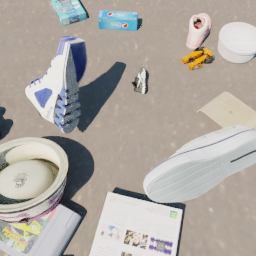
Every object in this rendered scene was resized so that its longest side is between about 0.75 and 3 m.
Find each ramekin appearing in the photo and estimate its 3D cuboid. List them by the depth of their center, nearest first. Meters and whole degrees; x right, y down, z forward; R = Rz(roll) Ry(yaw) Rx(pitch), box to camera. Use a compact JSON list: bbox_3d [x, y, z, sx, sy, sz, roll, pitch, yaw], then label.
[{"bbox_3d":[4.257,-3.227,10.801,1.672,0.779,1.672,0,59,0],"label":"ramekin"}]

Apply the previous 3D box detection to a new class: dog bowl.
[{"bbox_3d":[-2.833,1.429,7.613,2.543,0.938,2.543,0,41,0],"label":"dog bowl"}]

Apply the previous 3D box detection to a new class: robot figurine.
[{"bbox_3d":[2.699,-2.673,10.727,1.190,0.346,0.863,-27,63,-14],"label":"robot figurine"}]

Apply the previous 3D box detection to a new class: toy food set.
[{"bbox_3d":[3.360,-0.356,9.321,1.270,0.534,1.769,-33,56,-17],"label":"toy food set"}]

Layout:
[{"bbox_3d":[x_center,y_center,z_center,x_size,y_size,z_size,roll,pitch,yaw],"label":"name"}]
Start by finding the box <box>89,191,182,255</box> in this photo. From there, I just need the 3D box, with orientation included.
[{"bbox_3d":[0.088,3.295,7.092,2.137,0.538,2.961,12,59,7],"label":"box"}]

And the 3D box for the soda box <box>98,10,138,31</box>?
[{"bbox_3d":[-0.414,-4.476,11.674,1.626,0.551,0.522,5,59,3],"label":"soda box"}]

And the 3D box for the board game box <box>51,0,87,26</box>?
[{"bbox_3d":[-2.574,-5.148,12.197,1.088,0.338,1.441,-22,62,-12],"label":"board game box"}]

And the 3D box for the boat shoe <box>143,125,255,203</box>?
[{"bbox_3d":[1.568,0.716,6.027,2.804,1.031,0.936,-17,27,-11],"label":"boat shoe"}]

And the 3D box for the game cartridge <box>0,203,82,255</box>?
[{"bbox_3d":[-2.739,2.558,7.570,2.507,0.512,1.669,23,66,13],"label":"game cartridge"}]

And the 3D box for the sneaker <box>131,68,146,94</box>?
[{"bbox_3d":[0.390,-1.750,10.158,0.518,0.381,1.146,3,61,-2],"label":"sneaker"}]

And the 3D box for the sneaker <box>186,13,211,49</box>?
[{"bbox_3d":[2.934,-4.207,11.227,0.776,1.078,2.062,19,60,13],"label":"sneaker"}]

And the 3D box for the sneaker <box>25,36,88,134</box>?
[{"bbox_3d":[-2.200,-1.293,8.095,1.589,2.752,1.112,19,23,17],"label":"sneaker"}]
